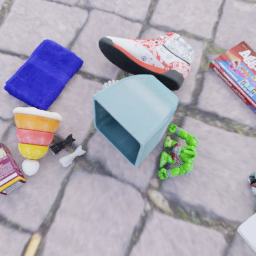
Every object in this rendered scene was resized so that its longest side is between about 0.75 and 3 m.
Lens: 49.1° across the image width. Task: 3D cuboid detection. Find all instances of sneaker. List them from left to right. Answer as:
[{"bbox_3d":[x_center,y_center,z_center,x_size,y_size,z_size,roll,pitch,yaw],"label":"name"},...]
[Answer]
[{"bbox_3d":[0.657,-2.480,8.978,2.964,0.990,1.588,28,70,7],"label":"sneaker"}]

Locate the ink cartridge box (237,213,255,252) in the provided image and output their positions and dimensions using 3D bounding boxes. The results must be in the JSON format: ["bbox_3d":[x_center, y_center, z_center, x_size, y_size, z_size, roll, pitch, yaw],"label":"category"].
[{"bbox_3d":[3.660,1.934,6.221,0.942,2.233,1.631,52,120,29],"label":"ink cartridge box"}]

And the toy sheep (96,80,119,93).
[{"bbox_3d":[-0.441,-1.118,8.564,1.088,0.750,0.750,-10,69,-4],"label":"toy sheep"}]

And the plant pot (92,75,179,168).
[{"bbox_3d":[0.334,-0.367,7.748,1.874,1.839,1.834,-39,73,-20],"label":"plant pot"}]

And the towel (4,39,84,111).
[{"bbox_3d":[-2.679,-1.747,8.898,1.656,0.556,2.243,28,71,11],"label":"towel"}]

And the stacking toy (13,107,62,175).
[{"bbox_3d":[-2.665,0.400,7.858,1.350,1.350,1.847,9,84,4],"label":"stacking toy"}]

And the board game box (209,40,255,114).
[{"bbox_3d":[4.118,-1.423,8.928,1.485,0.281,2.885,-33,72,-13],"label":"board game box"}]

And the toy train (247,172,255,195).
[{"bbox_3d":[3.900,1.446,7.702,1.173,0.500,0.668,-15,79,-6],"label":"toy train"}]

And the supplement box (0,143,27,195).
[{"bbox_3d":[-3.470,1.129,7.770,0.692,0.537,1.254,-32,72,-12],"label":"supplement box"}]

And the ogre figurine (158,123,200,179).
[{"bbox_3d":[1.437,0.717,7.835,0.931,0.762,1.553,11,56,17],"label":"ogre figurine"}]

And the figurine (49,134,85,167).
[{"bbox_3d":[-1.727,0.645,8.099,0.778,0.343,0.797,-37,74,-18],"label":"figurine"}]
